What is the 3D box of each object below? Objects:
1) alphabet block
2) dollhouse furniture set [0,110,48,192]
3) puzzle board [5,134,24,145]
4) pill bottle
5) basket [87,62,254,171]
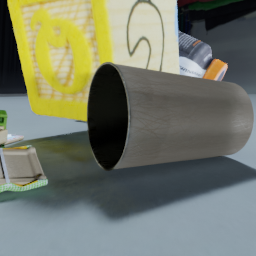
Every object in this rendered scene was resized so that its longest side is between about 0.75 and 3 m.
[{"bbox_3d":[-0.597,-1.834,6.564,2.733,2.718,2.783,6,23,34],"label":"alphabet block"},{"bbox_3d":[-1.900,0.489,3.835,1.039,0.803,2.079,3,25,-32],"label":"dollhouse furniture set"},{"bbox_3d":[-3.283,0.289,5.674,1.401,0.162,1.859,3,9,16],"label":"puzzle board"},{"bbox_3d":[1.299,-1.979,8.056,2.910,1.546,1.546,32,21,20],"label":"pill bottle"},{"bbox_3d":[0.675,-0.164,4.440,2.248,1.529,2.027,1,9,-21],"label":"basket"}]
